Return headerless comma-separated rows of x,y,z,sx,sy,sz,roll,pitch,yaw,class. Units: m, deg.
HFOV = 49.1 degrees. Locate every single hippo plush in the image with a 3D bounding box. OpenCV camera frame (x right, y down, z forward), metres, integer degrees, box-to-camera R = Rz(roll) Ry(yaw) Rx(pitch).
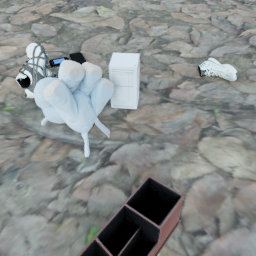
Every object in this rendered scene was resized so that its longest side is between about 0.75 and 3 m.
-1.572,-0.789,7.988,1.898,2.361,1.880,9,45,49,hippo plush

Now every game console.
-2.417,-2.674,11.158,1.389,0.167,0.820,-16,45,-15,game console

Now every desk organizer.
0.001,2.197,5.251,0.940,1.009,2.621,27,49,26,desk organizer

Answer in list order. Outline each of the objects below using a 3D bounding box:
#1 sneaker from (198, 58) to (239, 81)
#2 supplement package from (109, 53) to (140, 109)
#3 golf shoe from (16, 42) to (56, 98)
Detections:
3.176,-1.975,10.206,0.917,0.602,1.595,-29,42,-16,sneaker
-0.088,-1.472,8.830,0.880,1.547,0.847,4,43,5,supplement package
-3.246,-2.013,9.490,1.222,1.005,2.586,-14,54,-24,golf shoe
